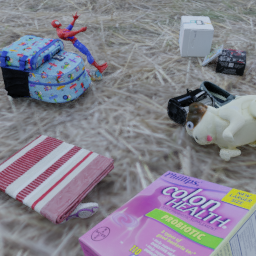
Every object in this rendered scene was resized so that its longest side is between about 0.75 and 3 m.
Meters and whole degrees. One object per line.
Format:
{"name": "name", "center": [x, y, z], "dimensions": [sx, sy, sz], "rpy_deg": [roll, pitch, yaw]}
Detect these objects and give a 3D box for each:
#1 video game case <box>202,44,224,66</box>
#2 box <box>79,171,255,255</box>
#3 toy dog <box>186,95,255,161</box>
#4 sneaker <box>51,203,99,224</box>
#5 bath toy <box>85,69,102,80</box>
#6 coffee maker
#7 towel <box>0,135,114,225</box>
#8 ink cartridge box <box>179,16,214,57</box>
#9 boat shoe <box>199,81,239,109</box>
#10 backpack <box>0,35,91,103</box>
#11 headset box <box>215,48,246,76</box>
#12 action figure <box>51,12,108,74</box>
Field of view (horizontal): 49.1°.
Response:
{"name": "video game case", "center": [3.995, -3.425, 13.185], "dimensions": [0.114, 1.032, 0.939], "rpy_deg": [45, 42, -13]}
{"name": "box", "center": [0.859, 2.140, 5.151], "dimensions": [2.584, 1.249, 2.273], "rpy_deg": [-28, 21, -31]}
{"name": "toy dog", "center": [2.969, -0.216, 8.367], "dimensions": [2.449, 1.709, 2.375], "rpy_deg": [-6, 52, 9]}
{"name": "sneaker", "center": [-1.293, 1.917, 6.766], "dimensions": [1.145, 0.429, 0.570], "rpy_deg": [-9, 39, -11]}
{"name": "bath toy", "center": [-1.695, -2.340, 12.175], "dimensions": [1.108, 0.482, 0.410], "rpy_deg": [12, 7, 21]}
{"name": "coffee maker", "center": [2.095, -0.788, 9.943], "dimensions": [1.414, 0.952, 1.358], "rpy_deg": [-21, 20, -26]}
{"name": "towel", "center": [-2.119, 1.183, 7.512], "dimensions": [2.999, 0.341, 2.160], "rpy_deg": [15, 41, 33]}
{"name": "ink cartridge box", "center": [3.413, -4.666, 14.267], "dimensions": [1.431, 1.437, 1.959], "rpy_deg": [3, 39, 4]}
{"name": "boat shoe", "center": [3.510, -0.775, 9.807], "dimensions": [1.023, 0.868, 2.809], "rpy_deg": [-22, 43, -26]}
{"name": "backpack", "center": [-2.990, -2.217, 10.787], "dimensions": [2.918, 1.963, 2.664], "rpy_deg": [15, 40, 16]}
{"name": "headset box", "center": [4.782, -3.119, 12.970], "dimensions": [1.226, 0.619, 1.650], "rpy_deg": [11, 40, 14]}
{"name": "action figure", "center": [-1.782, -3.656, 11.490], "dimensions": [2.752, 1.362, 0.898], "rpy_deg": [36, 11, -21]}
